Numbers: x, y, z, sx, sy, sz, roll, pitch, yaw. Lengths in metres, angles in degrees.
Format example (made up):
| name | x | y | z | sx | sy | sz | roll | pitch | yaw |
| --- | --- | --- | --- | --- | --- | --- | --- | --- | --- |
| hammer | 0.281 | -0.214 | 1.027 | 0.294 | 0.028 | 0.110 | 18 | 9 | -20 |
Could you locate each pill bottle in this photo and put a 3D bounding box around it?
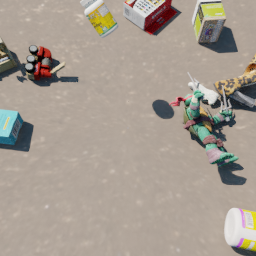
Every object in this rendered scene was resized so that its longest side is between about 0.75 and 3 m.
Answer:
| name | x | y | z | sx | sy | sz | roll | pitch | yaw |
| --- | --- | --- | --- | --- | --- | --- | --- | --- | --- |
| pill bottle | 3.793 | 2.911 | 7.725 | 1.988 | 1.036 | 1.036 | 11 | 67 | 5 |
| pill bottle | -0.775 | -3.004 | 7.459 | 0.594 | 0.594 | 1.054 | -45 | 116 | -17 |

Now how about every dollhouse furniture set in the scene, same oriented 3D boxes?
| name | x | y | z | sx | sy | sz | roll | pitch | yaw |
| --- | --- | --- | --- | --- | --- | --- | --- | --- | --- |
| dollhouse furniture set | -4.793 | -2.741 | 9.951 | 0.962 | 1.365 | 0.956 | -29 | 70 | -12 |

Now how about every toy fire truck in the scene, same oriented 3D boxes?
| name | x | y | z | sx | sy | sz | roll | pitch | yaw |
| --- | --- | --- | --- | --- | --- | --- | --- | --- | --- |
| toy fire truck | -2.931 | -2.351 | 10.141 | 1.381 | 0.889 | 1.216 | 7 | 66 | -9 |

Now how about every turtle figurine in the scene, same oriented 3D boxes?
| name | x | y | z | sx | sy | sz | roll | pitch | yaw |
| --- | --- | --- | --- | --- | --- | --- | --- | --- | --- |
| turtle figurine | 2.500 | -0.260 | 8.923 | 2.175 | 1.463 | 2.905 | 4 | 61 | -43 |

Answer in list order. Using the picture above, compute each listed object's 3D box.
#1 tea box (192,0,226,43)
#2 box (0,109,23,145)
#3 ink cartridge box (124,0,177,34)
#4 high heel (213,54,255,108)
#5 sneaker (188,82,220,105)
| name | x | y | z | sx | sy | sz | roll | pitch | yaw |
| --- | --- | --- | --- | --- | --- | --- | --- | --- | --- |
| tea box | 3.028 | -4.091 | 10.601 | 0.817 | 1.223 | 1.204 | -4 | 67 | -2 |
| box | -4.829 | -0.139 | 9.203 | 2.422 | 0.595 | 0.997 | 6 | 60 | 3 |
| ink cartridge box | 0.951 | -4.813 | 11.182 | 1.524 | 0.728 | 1.736 | 40 | 72 | 15 |
| high heel | 3.898 | -1.979 | 9.740 | 1.618 | 0.810 | 2.269 | 23 | 75 | -12 |
| sneaker | 2.581 | -1.231 | 9.836 | 1.180 | 0.415 | 0.473 | 35 | 98 | 24 |
